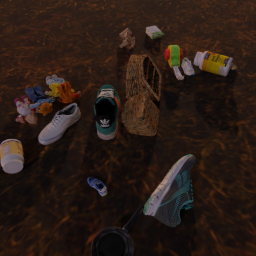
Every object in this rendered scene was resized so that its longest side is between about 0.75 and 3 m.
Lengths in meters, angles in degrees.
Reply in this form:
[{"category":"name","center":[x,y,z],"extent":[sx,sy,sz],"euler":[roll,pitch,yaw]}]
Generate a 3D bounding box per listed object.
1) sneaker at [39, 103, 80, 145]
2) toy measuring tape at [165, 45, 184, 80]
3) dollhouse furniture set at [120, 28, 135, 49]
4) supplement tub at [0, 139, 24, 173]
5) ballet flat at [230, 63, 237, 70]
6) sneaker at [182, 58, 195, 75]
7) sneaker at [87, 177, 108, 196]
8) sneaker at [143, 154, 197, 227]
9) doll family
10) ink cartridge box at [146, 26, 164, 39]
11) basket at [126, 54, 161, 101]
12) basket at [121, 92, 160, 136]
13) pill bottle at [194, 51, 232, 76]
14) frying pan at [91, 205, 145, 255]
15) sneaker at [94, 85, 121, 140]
[{"category":"sneaker","center":[-2.685,-0.245,10.858],"extent":[0.774,0.751,2.120],"euler":[23,50,21]},{"category":"toy measuring tape","center":[2.365,-3.427,13.892],"extent":[0.932,0.932,2.533],"euler":[-5,46,-4]},{"category":"dollhouse furniture set","center":[-0.067,-4.801,15.511],"extent":[0.615,0.721,1.390],"euler":[-28,37,30]},{"category":"supplement tub","center":[-4.005,0.969,9.676],"extent":[0.749,0.749,1.030],"euler":[-15,48,-14]},{"category":"ballet flat","center":[4.847,-3.218,14.007],"extent":[1.243,0.439,0.439],"euler":[15,47,13]},{"category":"sneaker","center":[2.952,-3.002,13.761],"extent":[0.436,0.460,1.139],"euler":[-10,47,-12]},{"category":"sneaker","center":[-0.996,1.828,9.119],"extent":[0.859,0.353,0.318],"euler":[32,56,29]},{"category":"sneaker","center":[1.595,1.955,8.751],"extent":[1.207,1.027,2.646],"euler":[37,57,10]},{"category":"doll family","center":[-3.283,-1.268,11.448],"extent":[2.956,1.332,1.835],"euler":[-25,51,-23]},{"category":"ink cartridge box","center":[1.563,-5.487,16.255],"extent":[0.620,0.354,1.195],"euler":[-17,48,-16]},{"category":"basket","center":[0.762,-2.357,12.434],"extent":[1.513,1.450,2.031],"euler":[5,46,6]},{"category":"basket","center":[0.482,-0.437,11.231],"extent":[1.127,1.176,1.579],"euler":[-19,38,28]},{"category":"pill bottle","center":[4.104,-3.166,13.594],"extent":[1.677,0.916,0.916],"euler":[21,49,20]},{"category":"frying pan","center":[-0.323,2.890,7.606],"extent":[1.134,0.305,1.875],"euler":[17,75,-5]},{"category":"sneaker","center":[-0.807,-0.976,11.271],"extent":[1.051,1.176,2.944],"euler":[-3,46,-3]}]
